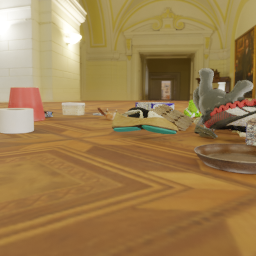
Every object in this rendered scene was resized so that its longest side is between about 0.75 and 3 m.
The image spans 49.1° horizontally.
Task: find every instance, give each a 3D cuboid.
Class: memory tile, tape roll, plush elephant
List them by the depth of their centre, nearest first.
[{"bbox_3d":[-3.986,-0.278,10.003,1.181,0.811,1.181,0,7,0],"label":"tape roll"},{"bbox_3d":[3.326,-0.712,10.340,1.910,2.319,1.796,17,-9,23],"label":"plush elephant"},{"bbox_3d":[1.784,-0.462,11.161,1.589,0.174,2.074,30,21,15],"label":"memory tile"}]

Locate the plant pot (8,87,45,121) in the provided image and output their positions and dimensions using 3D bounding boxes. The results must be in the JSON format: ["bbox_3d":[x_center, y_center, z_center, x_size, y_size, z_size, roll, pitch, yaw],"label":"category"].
[{"bbox_3d":[-5.154,-1.215,14.079,1.890,1.672,1.890,-1,7,0],"label":"plant pot"}]

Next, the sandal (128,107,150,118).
[{"bbox_3d":[0.934,-0.448,12.039,1.975,0.742,0.473,9,2,-5],"label":"sandal"}]

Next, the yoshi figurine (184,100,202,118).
[{"bbox_3d":[3.690,-1.030,15.473,1.032,1.028,1.836,11,15,28],"label":"yoshi figurine"}]

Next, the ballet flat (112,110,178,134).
[{"bbox_3d":[0.473,-0.222,8.543,2.213,0.698,0.760,3,-14,27],"label":"ballet flat"}]

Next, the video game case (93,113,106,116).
[{"bbox_3d":[-1.478,-0.862,17.436,0.972,0.117,1.067,5,8,34],"label":"video game case"}]

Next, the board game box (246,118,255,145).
[{"bbox_3d":[3.588,0.205,6.370,1.557,0.754,1.241,3,8,29],"label":"board game box"}]

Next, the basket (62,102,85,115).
[{"bbox_3d":[-3.398,-1.191,17.445,1.240,0.765,0.840,4,8,23],"label":"basket"}]

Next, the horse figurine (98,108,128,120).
[{"bbox_3d":[-0.741,-0.699,14.519,1.692,0.422,1.122,6,22,-21],"label":"horse figurine"}]

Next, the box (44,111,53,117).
[{"bbox_3d":[-5.143,-0.783,15.668,1.605,0.320,1.099,0,2,2],"label":"box"}]

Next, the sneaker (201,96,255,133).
[{"bbox_3d":[3.467,-0.185,7.731,2.829,1.382,1.000,-11,-14,28],"label":"sneaker"}]

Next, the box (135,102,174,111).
[{"bbox_3d":[1.449,-0.977,15.356,1.492,0.851,1.622,-4,8,-33],"label":"box"}]

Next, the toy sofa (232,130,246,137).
[{"bbox_3d":[3.818,0.020,9.281,0.480,0.407,0.984,0,7,8],"label":"toy sofa"}]

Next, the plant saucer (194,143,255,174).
[{"bbox_3d":[2.178,0.574,5.415,1.759,0.282,1.759,0,8,0],"label":"plant saucer"}]

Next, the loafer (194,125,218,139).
[{"bbox_3d":[2.403,0.177,8.716,0.334,0.309,0.889,34,-2,-33],"label":"loafer"}]
